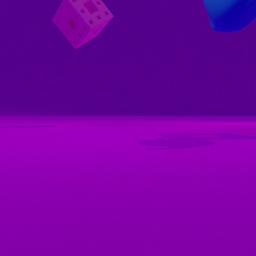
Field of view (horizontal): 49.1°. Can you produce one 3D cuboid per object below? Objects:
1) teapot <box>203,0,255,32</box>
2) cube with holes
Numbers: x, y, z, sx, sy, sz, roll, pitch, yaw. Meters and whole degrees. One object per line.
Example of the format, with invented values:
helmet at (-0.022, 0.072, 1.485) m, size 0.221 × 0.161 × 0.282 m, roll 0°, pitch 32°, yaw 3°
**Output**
teapot at (1.365, -1.761, 3.497) m, size 0.945 × 0.744 × 1.520 m, roll -36°, pitch -16°, yaw -16°
cube with holes at (-1.362, -3.299, 8.421) m, size 1.083 × 1.083 × 1.083 m, roll -28°, pitch 15°, yaw 51°
